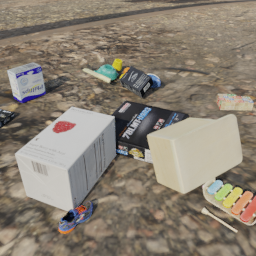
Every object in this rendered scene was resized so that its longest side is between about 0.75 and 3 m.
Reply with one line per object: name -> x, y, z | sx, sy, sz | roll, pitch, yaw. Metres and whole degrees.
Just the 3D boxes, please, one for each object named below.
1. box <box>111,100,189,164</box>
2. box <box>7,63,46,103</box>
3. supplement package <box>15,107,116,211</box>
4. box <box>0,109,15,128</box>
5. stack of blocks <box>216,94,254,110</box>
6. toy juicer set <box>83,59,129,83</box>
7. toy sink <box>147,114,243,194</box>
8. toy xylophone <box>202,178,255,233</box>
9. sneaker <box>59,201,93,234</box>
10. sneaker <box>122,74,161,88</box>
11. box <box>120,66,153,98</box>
box -> 0.577, 0.072, 10.593 | 2.842, 0.711, 2.863 | 15, 36, 20
box -> -4.724, -2.133, 13.180 | 0.776, 1.480, 1.361 | 26, 42, 34
supplement package -> -1.699, 0.805, 8.572 | 1.693, 1.672, 2.792 | 13, 36, 19
box -> -5.595, -0.426, 11.696 | 1.282, 0.279, 1.027 | 12, 35, 17
stack of blocks -> 4.828, -1.175, 12.704 | 1.404, 0.411, 0.808 | 2, 34, 3
toy juicer set -> -0.896, -2.794, 15.019 | 1.743, 0.745, 2.739 | 40, 44, 22
toy sink -> 2.046, 0.622, 8.601 | 2.487, 1.621, 1.394 | -21, 15, -26
toy xylophone -> 2.839, 2.102, 7.722 | 1.773, 0.445, 1.298 | 22, 40, 30
sneaker -> -1.352, 2.302, 7.423 | 0.428, 0.445, 1.135 | 23, 40, 29
sneaker -> 0.640, -2.189, 14.066 | 2.069, 0.813, 0.923 | 3, 44, 16
box -> 0.401, -2.172, 13.140 | 1.255, 0.654, 0.928 | 35, 79, 26
